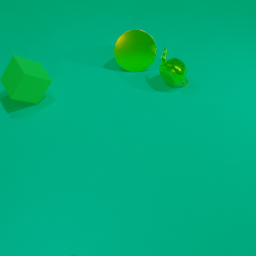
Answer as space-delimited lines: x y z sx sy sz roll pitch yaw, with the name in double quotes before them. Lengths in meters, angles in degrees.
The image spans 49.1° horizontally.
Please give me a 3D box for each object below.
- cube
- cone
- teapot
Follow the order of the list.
"cube" -3.201 -1.505 8.809 0.992 0.992 0.992 8 37 -52
"cone" 0.238 -3.038 10.314 1.482 1.482 1.488 -1 33 -1
"teapot" 1.519 -1.967 9.327 0.762 1.556 0.967 -51 26 -15
